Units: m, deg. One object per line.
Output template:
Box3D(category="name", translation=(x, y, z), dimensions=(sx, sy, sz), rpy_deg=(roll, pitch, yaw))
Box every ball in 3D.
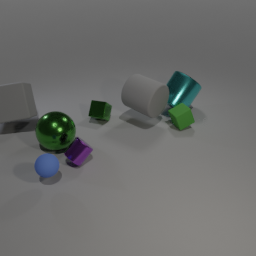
Box3D(category="ball", translation=(-2.557, 0.103, 9.941), dimensions=(1.400, 1.400, 1.400), rpy_deg=(0, 29, 0))
Box3D(category="ball", translation=(-2.360, 1.093, 8.162), dimensions=(0.700, 0.700, 0.700), rpy_deg=(0, 29, 0))

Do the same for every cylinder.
Box3D(category="cylinder", translation=(2.276, -1.557, 12.350), dimensions=(1.400, 1.400, 1.400), rpy_deg=(33, 4, -3))
Box3D(category="cylinder", translation=(0.687, -1.287, 11.180), dimensions=(1.400, 1.400, 1.400), rpy_deg=(28, 39, 31))
Box3D(category="cylinder", translation=(-1.623, 0.760, 9.190), dimensions=(0.700, 0.700, 0.700), rpy_deg=(-51, 43, -2))

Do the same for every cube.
Box3D(category="cube", translation=(-4.568, -1.004, 11.122), dimensions=(1.400, 1.400, 1.400), rpy_deg=(-11, 8, -5))
Box3D(category="cube", translation=(2.168, -0.471, 11.365), dimensions=(0.700, 0.700, 0.700), rpy_deg=(-29, 33, -4))
Box3D(category="cube", translation=(-1.167, -0.729, 11.853), dimensions=(0.700, 0.700, 0.700), rpy_deg=(9, -6, 18))
